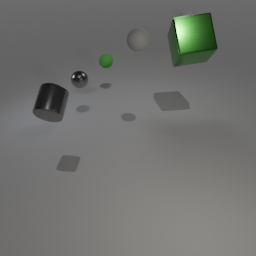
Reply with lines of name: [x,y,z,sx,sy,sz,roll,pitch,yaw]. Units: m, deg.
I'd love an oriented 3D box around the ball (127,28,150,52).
ball: [0.314,-2.713,8.644,0.700,0.700,0.700,0,32,0]

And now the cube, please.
cube: [2.377,-3.280,10.590,1.400,1.400,1.400,-9,-6,-1]

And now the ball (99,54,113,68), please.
ball: [-1.080,-3.292,13.790,0.700,0.700,0.700,0,32,0]

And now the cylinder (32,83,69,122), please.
cylinder: [-1.809,-0.588,6.606,0.700,0.700,0.700,5,67,9]

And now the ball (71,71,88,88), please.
ball: [-1.950,-1.952,11.294,0.700,0.700,0.700,0,32,0]
